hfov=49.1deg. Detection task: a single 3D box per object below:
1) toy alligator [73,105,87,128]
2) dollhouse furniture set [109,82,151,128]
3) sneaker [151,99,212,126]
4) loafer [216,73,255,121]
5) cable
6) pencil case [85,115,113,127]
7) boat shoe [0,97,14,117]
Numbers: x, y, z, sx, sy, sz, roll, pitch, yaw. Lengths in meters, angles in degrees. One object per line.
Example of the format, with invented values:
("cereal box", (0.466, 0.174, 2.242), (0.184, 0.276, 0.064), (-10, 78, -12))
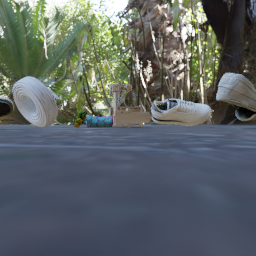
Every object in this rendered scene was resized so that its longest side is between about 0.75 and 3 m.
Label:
("toy alligator", (-1.419, -0.328, 8.648), (0.265, 0.366, 1.103), (22, -35, -18))
("dollhouse furniture set", (0.053, -0.734, 9.530), (1.245, 1.457, 2.812), (-2, 1, -6))
("sneaker", (1.681, -0.549, 8.751), (1.897, 0.725, 0.764), (-4, -40, 1))
("loafer", (3.380, -0.580, 7.796), (2.577, 0.899, 0.901), (28, 2, -26))
("cable", (-2.912, -0.772, 8.784), (0.573, 1.655, 1.656), (-41, -10, -40))
("pencil case", (-0.965, -0.234, 9.473), (0.928, 0.429, 0.395), (1, 3, -1))
("boat shoe", (-3.440, -0.321, 6.348), (1.633, 0.587, 0.552), (-9, 36, -12))
